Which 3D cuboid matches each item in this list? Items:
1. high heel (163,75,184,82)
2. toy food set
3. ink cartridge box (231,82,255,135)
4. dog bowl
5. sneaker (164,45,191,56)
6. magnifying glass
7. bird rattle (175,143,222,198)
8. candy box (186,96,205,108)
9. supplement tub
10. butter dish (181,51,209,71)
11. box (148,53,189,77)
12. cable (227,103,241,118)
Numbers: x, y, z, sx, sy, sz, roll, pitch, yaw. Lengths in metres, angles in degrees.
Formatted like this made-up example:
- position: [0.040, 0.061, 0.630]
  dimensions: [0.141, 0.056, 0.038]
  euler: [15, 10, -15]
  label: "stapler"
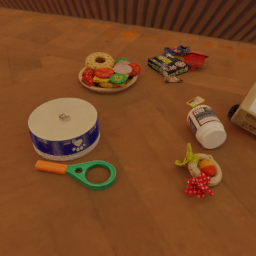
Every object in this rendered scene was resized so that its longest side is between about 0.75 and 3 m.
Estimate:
- position: [2.190, -2.307, 13.374]
  dimensions: [0.933, 0.333, 0.665]
  euler: [-21, 38, -35]
  label: "high heel"
- position: [-0.906, -2.690, 13.536]
  dimensions: [2.919, 0.717, 2.949]
  euler: [10, 41, 11]
  label: "toy food set"
- position: [5.334, -0.468, 10.414]
  dimensions: [2.315, 0.870, 1.907]
  euler: [32, 56, 15]
  label: "ink cartridge box"
- position: [-2.297, -0.023, 10.262]
  dimensions: [2.495, 0.983, 2.495]
  euler: [0, 41, 0]
  label: "dog bowl"
- position: [2.761, -4.383, 15.590]
  dimensions: [1.512, 0.593, 0.570]
  euler: [7, 40, 8]
  label: "sneaker"
- position: [-1.708, 1.403, 9.157]
  dimensions: [2.688, 0.301, 1.070]
  euler: [7, 42, 9]
  label: "magnifying glass"
- position: [2.356, 1.325, 8.828]
  dimensions: [1.468, 1.015, 1.801]
  euler: [0, 41, -26]
  label: "bird rattle"
- position: [2.951, -1.132, 12.212]
  dimensions: [0.775, 0.102, 0.396]
  euler: [-29, 51, -28]
  label: "candy box"
- position: [2.865, -0.055, 10.267]
  dimensions: [1.017, 1.017, 1.449]
  euler: [-7, 42, -8]
  label: "supplement tub"
- position: [3.361, -3.358, 14.280]
  dimensions: [1.145, 0.846, 1.142]
  euler: [9, 1, -13]
  label: "butter dish"
- position: [2.050, -3.232, 14.417]
  dimensions: [1.383, 0.382, 1.726]
  euler: [-23, 46, -24]
  label: "box"
- position: [4.842, -0.631, 11.396]
  dimensions: [1.632, 0.415, 1.332]
  euler: [-2, 42, -1]
  label: "cable"
